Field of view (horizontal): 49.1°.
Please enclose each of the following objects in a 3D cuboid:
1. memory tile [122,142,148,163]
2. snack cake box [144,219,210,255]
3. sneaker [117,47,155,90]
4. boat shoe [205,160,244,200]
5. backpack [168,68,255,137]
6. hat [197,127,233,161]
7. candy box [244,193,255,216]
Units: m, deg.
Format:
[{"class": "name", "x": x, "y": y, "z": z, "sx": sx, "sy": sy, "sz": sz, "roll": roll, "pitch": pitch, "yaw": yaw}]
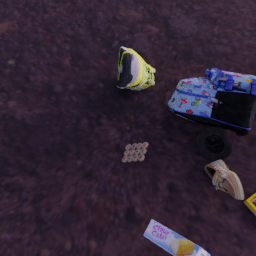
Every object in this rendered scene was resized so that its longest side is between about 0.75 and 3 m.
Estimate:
[{"class": "memory tile", "x": 0.189, "y": 0.675, "z": 7.837, "sx": 0.805, "sy": 0.068, "sz": 0.617, "roll": -11, "pitch": 46, "yaw": 41}, {"class": "snack cake box", "x": 1.059, "y": 2.571, "z": 6.152, "sx": 1.284, "sy": 0.738, "sz": 0.431, "roll": 17, "pitch": 70, "yaw": 42}, {"class": "sneaker", "x": 0.257, "y": -1.666, "z": 8.126, "sx": 1.143, "sy": 2.992, "sz": 1.128, "roll": 4, "pitch": 98, "yaw": -1}, {"class": "boat shoe", "x": 2.469, "y": 1.374, "z": 7.291, "sx": 0.552, "sy": 1.662, "sz": 0.615, "roll": -14, "pitch": 105, "yaw": 1}, {"class": "backpack", "x": 2.403, "y": -0.906, "z": 8.054, "sx": 2.334, "sy": 1.570, "sz": 2.131, "roll": 14, "pitch": 17, "yaw": 14}, {"class": "hat", "x": 2.527, "y": 0.432, "z": 8.200, "sx": 1.058, "sy": 1.058, "sz": 0.427, "roll": 22, "pitch": 22, "yaw": 12}, {"class": "candy box", "x": 4.075, "y": 1.867, "z": 7.547, "sx": 1.740, "sy": 0.230, "sz": 0.890, "roll": -29, "pitch": 67, "yaw": -18}]
